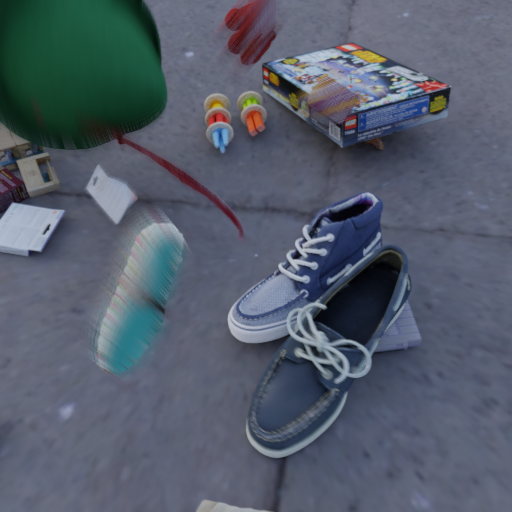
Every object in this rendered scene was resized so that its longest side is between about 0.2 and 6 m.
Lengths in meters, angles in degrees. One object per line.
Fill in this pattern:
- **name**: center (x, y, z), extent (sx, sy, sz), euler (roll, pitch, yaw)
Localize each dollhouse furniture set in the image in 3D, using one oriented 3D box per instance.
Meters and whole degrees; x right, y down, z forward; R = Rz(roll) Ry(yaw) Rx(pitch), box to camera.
- **dollhouse furniture set**: center (-3.995, -1.529, 9.628), extent (0.907, 0.912, 1.294), euler (-20, 81, -17)

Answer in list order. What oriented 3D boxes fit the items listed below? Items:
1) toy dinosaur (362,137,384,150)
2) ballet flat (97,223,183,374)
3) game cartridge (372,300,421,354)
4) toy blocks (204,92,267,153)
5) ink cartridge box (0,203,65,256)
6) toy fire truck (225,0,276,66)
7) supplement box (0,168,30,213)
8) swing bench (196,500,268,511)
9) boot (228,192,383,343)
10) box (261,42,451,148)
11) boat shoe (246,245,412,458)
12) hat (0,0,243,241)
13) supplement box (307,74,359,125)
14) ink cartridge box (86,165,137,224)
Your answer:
- **toy dinosaur**: center (1.919, -2.315, 10.461), extent (0.983, 0.422, 0.666), euler (6, 49, 7)
- **ballet flat**: center (-1.177, 0.402, 5.643), extent (0.505, 0.598, 1.581), euler (22, 87, 57)
- **game cartridge**: center (1.557, 0.966, 7.615), extent (1.190, 0.229, 0.772), euler (-7, 53, -1)
- **toy blocks**: center (-0.362, -2.485, 10.551), extent (1.182, 0.515, 1.419), euler (-5, 48, -4)
- **ink cartridge box**: center (-3.626, -0.409, 8.888), extent (0.951, 0.193, 0.949), euler (9, 48, 8)
- **toy fire truck**: center (0.000, -3.540, 8.836), extent (0.802, 0.955, 0.536), euler (-33, 54, -23)
- **supplement box**: center (-4.433, -0.957, 9.283), extent (0.610, 0.342, 1.122), euler (34, 57, 27)
- **swing bench**: center (0.152, 3.143, 5.085), extent (1.673, 1.091, 1.682), euler (7, 48, 7)
- **boot**: center (0.677, 0.081, 7.680), extent (2.639, 1.192, 0.960), euler (-30, 43, -26)
- **box**: center (1.761, -3.204, 10.705), extent (2.209, 0.643, 3.227), euler (-18, 39, -17)
- **boat shoe**: center (0.949, 1.075, 6.880), extent (1.139, 0.940, 3.042), euler (37, 67, 26)
- **hat**: center (-1.789, -2.181, 7.919), extent (3.377, 2.797, 2.973), euler (-1, 33, -44)
- **supplement box**: center (1.064, -2.178, 7.805), extent (0.589, 0.304, 0.385), euler (34, 82, 5)
- **ink cartridge box**: center (-2.288, -0.979, 8.854), extent (0.790, 0.641, 0.198), euler (50, 45, 7)
